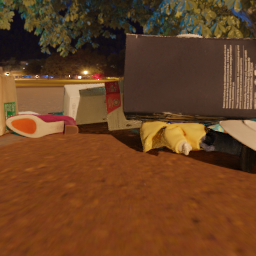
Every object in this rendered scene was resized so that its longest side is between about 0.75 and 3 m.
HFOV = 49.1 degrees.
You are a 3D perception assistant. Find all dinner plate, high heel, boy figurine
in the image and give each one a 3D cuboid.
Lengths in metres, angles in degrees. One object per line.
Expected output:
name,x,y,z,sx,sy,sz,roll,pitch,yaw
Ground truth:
dinner plate,2.749,0.280,5.044,2.223,0.269,2.223,17,18,-6
high heel,-2.506,-0.135,8.216,2.019,0.681,0.970,11,14,-27
boy figurine,1.262,0.279,5.712,2.453,0.790,1.525,5,11,30

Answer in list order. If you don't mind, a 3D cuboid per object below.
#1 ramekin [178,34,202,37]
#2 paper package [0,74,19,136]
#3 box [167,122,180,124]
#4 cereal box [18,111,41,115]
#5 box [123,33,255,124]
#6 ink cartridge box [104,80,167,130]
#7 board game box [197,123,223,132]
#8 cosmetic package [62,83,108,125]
ramekin,1.999,-1.886,9.750,2.406,2.406,1.173,5,42,24
paper package,-4.249,-0.727,8.430,1.691,1.774,0.918,2,11,17
box,1.327,-0.411,10.546,1.274,0.444,2.140,-3,13,-15
cereal box,-4.116,-0.436,11.016,1.022,0.281,1.420,-7,12,-34
box,1.267,-0.943,6.645,2.703,1.545,2.968,3,-2,2
ink cartridge box,0.273,-0.777,8.863,1.938,1.420,0.802,-6,38,-4
board game box,1.864,0.122,7.737,1.125,0.350,1.491,7,12,34
cosmetic package,-1.000,-0.846,9.580,2.292,1.165,0.849,-9,42,-25
